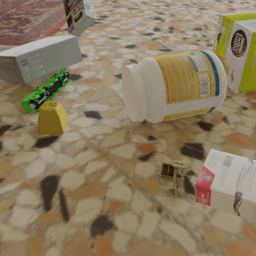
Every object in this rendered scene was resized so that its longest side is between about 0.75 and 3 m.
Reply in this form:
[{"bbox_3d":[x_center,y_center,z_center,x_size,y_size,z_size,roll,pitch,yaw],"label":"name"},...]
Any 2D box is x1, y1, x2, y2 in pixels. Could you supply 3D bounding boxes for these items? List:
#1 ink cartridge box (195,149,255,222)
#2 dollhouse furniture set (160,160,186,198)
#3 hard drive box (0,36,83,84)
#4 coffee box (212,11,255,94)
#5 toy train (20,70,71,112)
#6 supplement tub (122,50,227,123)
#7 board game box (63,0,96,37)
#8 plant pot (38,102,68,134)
[{"bbox_3d":[1.926,0.989,4.834,1.283,0.544,0.934,13,46,28],"label":"ink cartridge box"},{"bbox_3d":[1.034,1.114,6.598,0.552,0.728,0.830,9,12,9],"label":"dollhouse furniture set"},{"bbox_3d":[-3.523,-2.748,10.986,2.115,1.042,2.714,15,38,42],"label":"hard drive box"},{"bbox_3d":[4.771,-2.920,10.532,2.309,2.306,2.284,-8,38,-10],"label":"coffee box"},{"bbox_3d":[-2.865,-1.373,9.968,0.761,0.563,2.700,-7,30,20],"label":"toy train"},{"bbox_3d":[1.339,-1.251,8.624,2.749,1.988,1.988,-10,38,-13],"label":"supplement tub"},{"bbox_3d":[-1.632,-3.966,9.305,0.463,1.063,1.441,5,67,-44],"label":"board game box"},{"bbox_3d":[-2.291,-0.347,8.435,0.766,0.784,0.761,1,37,0],"label":"plant pot"}]
